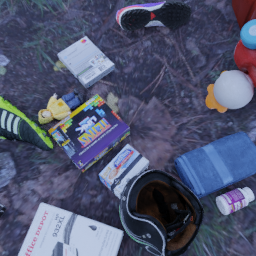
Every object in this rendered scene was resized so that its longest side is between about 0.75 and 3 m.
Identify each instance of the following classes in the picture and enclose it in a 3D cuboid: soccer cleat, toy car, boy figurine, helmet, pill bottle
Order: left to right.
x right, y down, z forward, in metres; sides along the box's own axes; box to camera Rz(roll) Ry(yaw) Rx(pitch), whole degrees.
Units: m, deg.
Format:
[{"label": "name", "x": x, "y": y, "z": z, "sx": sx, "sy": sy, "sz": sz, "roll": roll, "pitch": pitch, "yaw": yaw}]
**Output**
[{"label": "soccer cleat", "x": -3.461, "y": 0.047, "z": 8.731, "sx": 2.734, "sy": 0.923, "sz": 1.108, "roll": 35, "pitch": 83, "yaw": 19}, {"label": "boy figurine", "x": -2.260, "y": -0.707, "z": 9.192, "sx": 1.594, "sy": 0.514, "sz": 0.991, "roll": -32, "pitch": 73, "yaw": -15}, {"label": "soccer cleat", "x": 0.967, "y": -4.316, "z": 10.567, "sx": 2.894, "sy": 0.987, "sz": 1.059, "roll": -12, "pitch": 39, "yaw": -12}, {"label": "helmet", "x": 0.722, "y": 2.110, "z": 7.150, "sx": 2.008, "sy": 2.008, "sz": 1.915, "roll": -44, "pitch": 47, "yaw": -17}, {"label": "pill bottle", "x": 3.056, "y": 2.046, "z": 7.969, "sx": 0.964, "sy": 0.541, "sz": 0.541, "roll": -21, "pitch": 68, "yaw": -9}, {"label": "toy car", "x": 3.578, "y": -1.596, "z": 8.995, "sx": 2.586, "sy": 2.384, "sz": 2.288, "roll": -28, "pitch": 66, "yaw": 20}]

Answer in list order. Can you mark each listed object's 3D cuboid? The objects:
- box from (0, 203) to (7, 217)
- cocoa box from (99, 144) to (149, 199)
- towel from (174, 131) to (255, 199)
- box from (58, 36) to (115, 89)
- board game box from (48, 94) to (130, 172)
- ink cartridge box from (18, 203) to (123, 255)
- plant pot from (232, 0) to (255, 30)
[{"label": "box", "x": -4.718, "y": 2.713, "z": 7.763, "sx": 1.582, "sy": 0.399, "sz": 2.213, "roll": 31, "pitch": 71, "yaw": 12}, {"label": "cocoa box", "x": -0.111, "y": 1.260, "z": 8.138, "sx": 0.832, "sy": 0.846, "sz": 1.268, "roll": 39, "pitch": 72, "yaw": 15}, {"label": "towel", "x": 2.705, "y": 1.076, "z": 8.369, "sx": 2.427, "sy": 0.589, "sz": 1.355, "roll": -21, "pitch": 68, "yaw": -8}, {"label": "box", "x": -1.492, "y": -2.368, "z": 9.994, "sx": 1.298, "sy": 0.343, "sz": 1.665, "roll": -38, "pitch": 73, "yaw": -16}, {"label": "board game box", "x": -1.196, "y": 0.127, "z": 8.793, "sx": 1.973, "sy": 0.560, "sz": 1.631, "roll": -40, "pitch": 71, "yaw": -15}, {"label": "ink cartridge box", "x": -1.450, "y": 3.121, "z": 7.252, "sx": 2.296, "sy": 0.961, "sz": 1.666, "roll": 17, "pitch": 69, "yaw": 7}, {"label": "plant pot", "x": 5.003, "y": -4.790, "z": 10.121, "sx": 2.311, "sy": 2.039, "sz": 2.314, "roll": -6, "pitch": 67, "yaw": -2}]
